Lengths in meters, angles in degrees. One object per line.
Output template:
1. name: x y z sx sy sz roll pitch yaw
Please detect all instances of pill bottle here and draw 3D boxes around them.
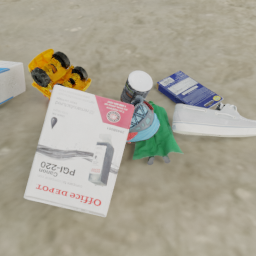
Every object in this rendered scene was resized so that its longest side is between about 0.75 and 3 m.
1. pill bottle: 0.199 -1.078 8.819 0.774 1.458 0.774 7 63 -13

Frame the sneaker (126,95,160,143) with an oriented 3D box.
1. sneaker: -0.622 -0.200 7.854 2.820 1.347 1.118 -17 38 11

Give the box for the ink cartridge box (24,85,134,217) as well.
1. ink cartridge box: -1.077 0.515 6.522 1.884 1.097 2.587 14 89 -4

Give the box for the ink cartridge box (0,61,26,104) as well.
1. ink cartridge box: -5.121 -1.624 9.407 2.574 1.089 1.860 6 25 9

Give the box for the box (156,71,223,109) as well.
1. box: 2.148 -1.223 9.897 1.264 0.338 2.086 -29 53 -26

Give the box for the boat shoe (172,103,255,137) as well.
1. boat shoe: 2.748 -0.255 8.246 2.899 1.044 0.993 3 85 3

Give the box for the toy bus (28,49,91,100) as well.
1. toy bus: -2.277 -1.379 9.227 1.805 1.733 1.225 36 56 4

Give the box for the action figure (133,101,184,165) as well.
1. action figure: 0.806 0.011 8.485 1.395 0.646 2.362 -4 48 2
